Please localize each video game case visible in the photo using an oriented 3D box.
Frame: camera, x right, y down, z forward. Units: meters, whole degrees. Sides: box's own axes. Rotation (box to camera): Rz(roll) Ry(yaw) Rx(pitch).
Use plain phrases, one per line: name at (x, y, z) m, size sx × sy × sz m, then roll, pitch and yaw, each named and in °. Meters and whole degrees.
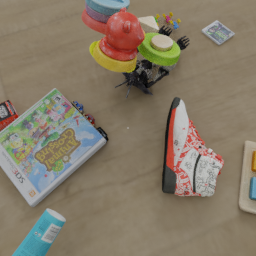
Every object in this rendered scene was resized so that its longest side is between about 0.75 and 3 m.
video game case at (-2.293, 0.424, 7.750) m, size 2.560 × 0.282 × 2.330 m, roll -42°, pitch 70°, yaw -12°
video game case at (3.223, -3.420, 10.033) m, size 0.800 × 0.103 × 0.880 m, roll -35°, pitch 68°, yaw -16°

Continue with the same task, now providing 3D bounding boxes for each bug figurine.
bug figurine at (1.265, -3.770, 10.108) m, size 1.177 × 0.303 × 0.913 m, roll -10°, pitch 57°, yaw -1°

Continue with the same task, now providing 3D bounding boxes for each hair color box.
hair color box at (-3.902, -0.263, 8.231) m, size 1.224 × 0.375 × 0.621 m, roll -30°, pitch 67°, yaw -14°

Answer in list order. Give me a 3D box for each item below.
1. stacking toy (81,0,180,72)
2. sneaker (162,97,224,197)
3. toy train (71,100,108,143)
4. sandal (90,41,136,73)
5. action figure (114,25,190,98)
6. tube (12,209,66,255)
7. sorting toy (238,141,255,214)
stacking toy at (0.186, -2.758, 7.184) m, size 2.496 × 1.164 × 2.757 m, roll -6°, pitch 53°, yaw -25°
sneaker at (1.751, 0.493, 7.555) m, size 1.462 × 0.911 × 2.729 m, roll 7°, pitch 66°, yaw 2°
toy train at (-1.178, -0.206, 8.244) m, size 0.409 × 0.305 × 1.788 m, roll -36°, pitch 68°, yaw -20°
sandal at (-0.431, -1.883, 7.678) m, size 1.387 × 0.604 × 0.551 m, roll 32°, pitch 91°, yaw 3°
action figure at (0.688, -2.150, 8.666) m, size 1.610 × 1.383 × 2.709 m, roll 39°, pitch 66°, yaw 3°
tube at (-1.984, 2.565, 5.645) m, size 0.726 × 0.472 × 1.874 m, roll 35°, pitch 79°, yaw -10°
sorting toy at (3.988, 1.384, 7.372) m, size 1.908 × 0.376 × 2.061 m, roll 13°, pitch 63°, yaw 7°
